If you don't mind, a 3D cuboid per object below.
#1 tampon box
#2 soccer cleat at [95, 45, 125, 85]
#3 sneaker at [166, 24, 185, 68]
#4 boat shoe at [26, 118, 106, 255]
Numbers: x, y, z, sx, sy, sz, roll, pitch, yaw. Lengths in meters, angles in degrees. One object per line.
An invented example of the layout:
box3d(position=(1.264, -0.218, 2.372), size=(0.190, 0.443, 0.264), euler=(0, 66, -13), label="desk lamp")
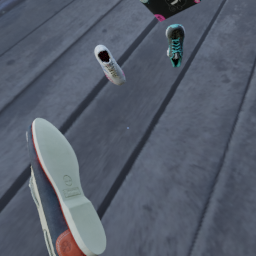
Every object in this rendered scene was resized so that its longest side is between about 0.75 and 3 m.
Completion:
box3d(position=(1.298, -4.234, 8.358), size=(1.686, 1.264, 1.064), euler=(-5, 56, 54), label="tampon box")
box3d(position=(-0.480, -1.630, 7.578), size=(0.454, 1.299, 0.561), euler=(-34, 29, 5), label="soccer cleat")
box3d(position=(1.097, -1.806, 6.287), size=(0.437, 1.126, 0.514), euler=(-8, 62, 8), label="sneaker")
box3d(position=(-1.319, 1.093, 5.029), size=(0.864, 0.983, 2.761), euler=(-36, 68, 21), label="boat shoe")
